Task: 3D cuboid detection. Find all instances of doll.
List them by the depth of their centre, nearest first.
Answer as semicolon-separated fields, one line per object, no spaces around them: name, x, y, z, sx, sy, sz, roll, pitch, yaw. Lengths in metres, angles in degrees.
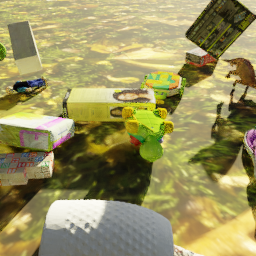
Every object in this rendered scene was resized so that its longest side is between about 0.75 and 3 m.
doll;-3.981;-1.644;10.981;1.578;0.382;1.076;-20;40;-28

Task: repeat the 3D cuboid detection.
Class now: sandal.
sandal;3.703;0.620;7.352;0.982;0.593;2.413;5;34;8

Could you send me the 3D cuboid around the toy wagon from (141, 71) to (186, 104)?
toy wagon;1.356;-1.614;10.894;1.669;0.426;2.151;7;34;11

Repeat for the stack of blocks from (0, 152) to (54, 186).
stack of blocks;-2.577;0.997;6.958;1.343;0.393;0.773;-2;33;-5

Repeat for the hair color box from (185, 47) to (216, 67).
hair color box;3.707;-3.588;13.771;1.799;0.551;0.913;-27;42;-36

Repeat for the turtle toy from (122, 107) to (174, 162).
turtle toy;0.526;0.139;7.757;1.335;0.926;1.831;2;34;-12

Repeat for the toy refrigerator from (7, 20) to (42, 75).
toy refrigerator;-3.102;-2.428;8.418;0.669;0.616;1.761;-17;57;-12

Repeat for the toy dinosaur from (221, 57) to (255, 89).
toy dinosaur;4.596;-2.150;10.758;0.871;2.029;1.375;-46;9;-18

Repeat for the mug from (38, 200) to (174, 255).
mug;-0.258;2.190;4.298;1.859;1.565;2.120;0;63;1

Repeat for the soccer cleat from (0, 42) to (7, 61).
soccer cleat;-3.531;-1.696;6.231;1.834;0.619;0.743;-3;15;4

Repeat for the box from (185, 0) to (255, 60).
box;3.040;-3.396;9.312;1.465;1.829;0.405;29;36;-16

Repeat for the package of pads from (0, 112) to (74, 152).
package of pads;-2.659;0.074;7.847;1.882;0.642;1.454;7;16;13

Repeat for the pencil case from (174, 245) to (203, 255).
pencil case;1.058;2.337;4.923;1.040;0.405;0.465;14;30;19

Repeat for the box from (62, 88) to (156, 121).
box;-0.606;-0.785;9.353;2.975;0.746;1.120;-1;33;0
